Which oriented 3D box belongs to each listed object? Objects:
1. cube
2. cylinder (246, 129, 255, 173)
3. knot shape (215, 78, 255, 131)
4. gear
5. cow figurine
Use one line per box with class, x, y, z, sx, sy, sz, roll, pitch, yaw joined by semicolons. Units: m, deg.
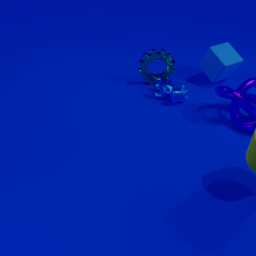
cube;3.119;-2.208;9.470;0.872;0.872;0.872;-21;67;-25
cylinder;2.807;0.418;5.432;0.841;0.841;0.841;-5;54;7
knot shape;3.315;-0.633;7.737;1.715;0.792;1.604;2;52;-12
gear;0.960;-2.019;9.301;1.223;1.223;0.226;0;40;0
cow figurine;1.348;-1.206;8.815;1.080;0.602;1.097;3;36;10
